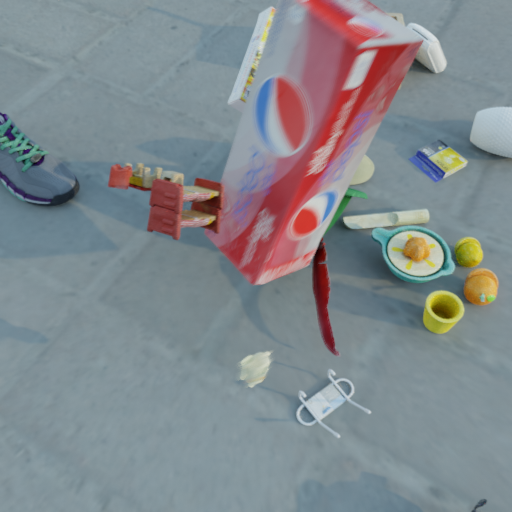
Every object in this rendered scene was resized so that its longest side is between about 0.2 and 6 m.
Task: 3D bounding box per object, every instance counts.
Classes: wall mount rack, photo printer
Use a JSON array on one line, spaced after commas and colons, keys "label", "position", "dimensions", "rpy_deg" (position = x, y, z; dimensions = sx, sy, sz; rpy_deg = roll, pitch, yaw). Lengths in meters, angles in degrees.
[{"label": "wall mount rack", "position": [1.148, 2.237, 8.379], "dimensions": [1.041, 0.388, 0.904], "rpy_deg": [-31, 60, -20]}, {"label": "photo printer", "position": [3.961, -4.918, 13.188], "dimensions": [0.399, 1.150, 0.957], "rpy_deg": [-44, 58, 11]}]

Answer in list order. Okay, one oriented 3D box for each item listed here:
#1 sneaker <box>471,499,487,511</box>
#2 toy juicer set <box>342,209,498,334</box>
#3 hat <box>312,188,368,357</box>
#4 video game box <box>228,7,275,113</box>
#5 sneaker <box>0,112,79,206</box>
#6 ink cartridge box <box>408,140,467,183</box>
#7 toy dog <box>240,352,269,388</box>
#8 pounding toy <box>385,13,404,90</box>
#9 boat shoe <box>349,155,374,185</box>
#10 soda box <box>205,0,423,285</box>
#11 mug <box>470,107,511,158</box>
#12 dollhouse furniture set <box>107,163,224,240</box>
[{"label": "sneaker", "position": [2.939, 3.776, 7.022], "dimensions": [1.922, 0.747, 1.345], "rpy_deg": [14, 56, 9]}, {"label": "toy juicer set", "position": [3.060, -0.146, 9.885], "dimensions": [1.830, 0.783, 2.877], "rpy_deg": [-23, 56, -16]}, {"label": "hat", "position": [0.543, -0.155, 10.108], "dimensions": [2.446, 2.952, 2.599], "rpy_deg": [14, 99, 2]}, {"label": "video game box", "position": [0.570, -2.656, 8.643], "dimensions": [1.715, 0.401, 1.563], "rpy_deg": [23, 77, -30]}, {"label": "sneaker", "position": [-4.774, -2.053, 10.959], "dimensions": [2.972, 1.301, 1.106], "rpy_deg": [29, 59, 20]}, {"label": "ink cartridge box", "position": [3.761, -1.985, 11.608], "dimensions": [0.848, 0.199, 0.838], "rpy_deg": [-27, 58, -21]}, {"label": "toy dog", "position": [-0.021, 1.527, 7.525], "dimensions": [0.349, 0.500, 0.485], "rpy_deg": [25, 50, 10]}, {"label": "pounding toy", "position": [2.492, -5.142, 13.141], "dimensions": [1.869, 1.443, 2.030], "rpy_deg": [3, 54, 1]}, {"label": "boat shoe", "position": [1.260, -1.955, 11.184], "dimensions": [2.202, 0.806, 0.690], "rpy_deg": [8, 27, -7]}, {"label": "soda box", "position": [0.543, -1.405, 7.526], "dimensions": [1.230, 3.880, 1.358], "rpy_deg": [-22, 58, -38]}, {"label": "mug", "position": [5.165, -2.633, 11.682], "dimensions": [1.174, 0.989, 1.339], "rpy_deg": [16, 30, 21]}, {"label": "dollhouse furniture set", "position": [-1.243, -0.719, 6.987], "dimensions": [1.560, 0.635, 0.840], "rpy_deg": [18, 17, 33]}]
